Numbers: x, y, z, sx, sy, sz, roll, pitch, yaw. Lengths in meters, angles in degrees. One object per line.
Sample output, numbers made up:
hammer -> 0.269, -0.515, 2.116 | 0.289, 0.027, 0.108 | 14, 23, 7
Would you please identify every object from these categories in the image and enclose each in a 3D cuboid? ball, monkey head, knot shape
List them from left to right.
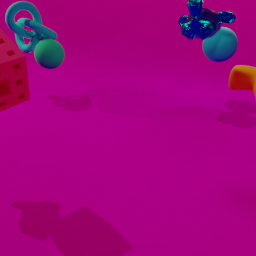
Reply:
knot shape -> -3.266, -3.334, 9.161 | 1.651, 1.545, 0.763 | -5, 48, 21
ball -> -2.549, -2.400, 9.100 | 0.951, 0.951, 0.951 | 0, 29, 0
monkey head -> 2.032, -3.066, 7.785 | 1.689, 1.215, 1.018 | 9, 42, 33
ball -> 2.919, -2.638, 8.896 | 1.069, 1.069, 1.069 | 0, 29, 0
monkey head -> 2.191, -0.482, 4.161 | 1.306, 1.816, 1.094 | 7, 50, 12

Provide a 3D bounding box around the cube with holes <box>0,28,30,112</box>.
cube with holes -> -2.031, -0.802, 3.992 | 0.850, 0.850, 0.850 | -30, 65, -32
